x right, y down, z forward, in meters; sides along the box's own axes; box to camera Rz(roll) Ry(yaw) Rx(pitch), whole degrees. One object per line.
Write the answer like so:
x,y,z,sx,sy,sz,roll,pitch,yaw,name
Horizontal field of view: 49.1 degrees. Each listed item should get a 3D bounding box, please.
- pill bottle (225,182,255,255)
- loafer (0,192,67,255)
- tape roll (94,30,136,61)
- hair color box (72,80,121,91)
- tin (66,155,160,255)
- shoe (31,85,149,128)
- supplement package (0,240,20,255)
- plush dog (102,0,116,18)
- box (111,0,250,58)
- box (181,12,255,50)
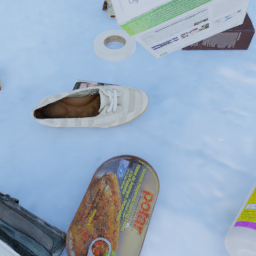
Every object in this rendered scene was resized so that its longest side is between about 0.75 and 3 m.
2.965,1.420,5.135,1.375,1.375,2.637,32,60,22,pill bottle
-2.199,1.755,5.371,2.341,0.841,0.736,33,40,14,loafer
-0.412,-2.631,8.855,1.343,0.245,1.343,0,53,0,tape roll
-0.838,-0.882,7.471,1.242,0.377,0.615,8,54,7,hair color box
-0.223,1.679,5.514,1.401,0.524,2.502,14,54,15,tin
-0.902,-0.465,6.712,2.848,0.760,0.996,-8,89,1,shoe
-2.359,2.352,3.748,2.441,1.852,1.839,27,58,19,supplement package
-0.405,-4.556,9.998,1.190,0.955,1.022,-28,35,-19,plush dog
0.944,-1.769,4.285,1.744,2.417,0.439,-19,89,17,box
2.733,-3.089,8.875,2.144,0.803,1.073,0,53,2,box
